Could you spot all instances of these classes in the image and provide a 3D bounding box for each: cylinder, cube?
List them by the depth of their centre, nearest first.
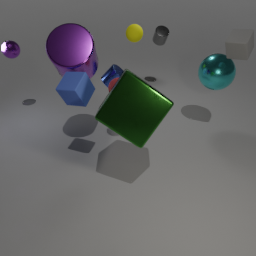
[{"bbox_3d":[0.134,-0.564,7.325,1.400,1.400,1.400,34,10,-9],"label":"cube"},{"bbox_3d":[-1.472,-1.103,7.937,0.700,0.700,0.700,7,58,26],"label":"cube"},{"bbox_3d":[-1.679,-2.270,8.702,1.400,1.400,1.400,0,-9,-1],"label":"cylinder"},{"bbox_3d":[3.682,-2.750,9.219,0.700,0.700,0.700,16,61,34],"label":"cube"},{"bbox_3d":[-0.548,-1.949,10.713,0.700,0.700,0.700,35,30,-24],"label":"cylinder"},{"bbox_3d":[1.644,-4.627,14.036,0.700,0.700,0.700,4,66,-8],"label":"cylinder"}]

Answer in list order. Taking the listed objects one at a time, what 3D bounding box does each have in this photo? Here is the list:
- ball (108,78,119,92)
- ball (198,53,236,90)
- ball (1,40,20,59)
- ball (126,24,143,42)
[{"bbox_3d":[-0.307,-1.329,9.347,0.700,0.700,0.700,0,31,0],"label":"ball"},{"bbox_3d":[3.429,-2.162,10.830,1.400,1.400,1.400,0,31,0],"label":"ball"},{"bbox_3d":[-4.653,-3.117,11.137,0.700,0.700,0.700,0,31,0],"label":"ball"},{"bbox_3d":[0.256,-3.804,11.251,0.700,0.700,0.700,0,31,0],"label":"ball"}]
